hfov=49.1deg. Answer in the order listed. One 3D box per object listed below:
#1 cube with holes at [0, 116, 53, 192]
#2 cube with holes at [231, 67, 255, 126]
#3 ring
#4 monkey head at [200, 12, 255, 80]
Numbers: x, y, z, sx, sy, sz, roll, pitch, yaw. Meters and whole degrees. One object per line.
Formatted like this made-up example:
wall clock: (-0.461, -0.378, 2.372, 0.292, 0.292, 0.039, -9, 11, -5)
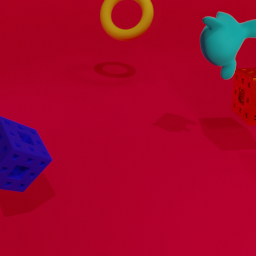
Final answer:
cube with holes: (-1.913, 0.444, 4.578, 0.794, 0.794, 0.794, -46, 56, 9)
cube with holes: (3.254, -0.809, 6.707, 1.095, 1.095, 1.095, -4, 23, 0)
ring: (-0.055, -4.066, 10.020, 1.918, 1.918, 0.384, 5, -2, 8)
monkey head: (2.127, -1.819, 5.833, 1.165, 1.619, 0.976, 8, 57, 40)
